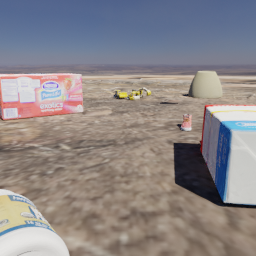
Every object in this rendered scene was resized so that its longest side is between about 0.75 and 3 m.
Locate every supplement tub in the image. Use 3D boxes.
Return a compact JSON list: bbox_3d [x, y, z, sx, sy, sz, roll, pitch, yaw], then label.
[{"bbox_3d":[-0.933,0.908,2.135,0.684,0.684,0.945,-9,17,-35],"label":"supplement tub"}]

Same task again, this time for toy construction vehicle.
[{"bbox_3d":[0.205,-1.761,14.170,1.352,0.547,1.553,-9,16,-35],"label":"toy construction vehicle"}]

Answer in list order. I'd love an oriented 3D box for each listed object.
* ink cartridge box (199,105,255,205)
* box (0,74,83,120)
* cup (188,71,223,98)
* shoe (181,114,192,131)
[{"bbox_3d":[2.153,0.201,4.563,1.681,0.973,2.893,2,12,7],"label":"ink cartridge box"},{"bbox_3d":[-3.076,-1.181,9.711,2.746,1.409,1.300,-9,16,-33],"label":"box"},{"bbox_3d":[4.137,-2.358,14.938,1.800,1.288,1.800,-1,15,0],"label":"cup"},{"bbox_3d":[1.585,-0.164,7.599,0.276,0.352,0.774,3,13,13],"label":"shoe"}]
